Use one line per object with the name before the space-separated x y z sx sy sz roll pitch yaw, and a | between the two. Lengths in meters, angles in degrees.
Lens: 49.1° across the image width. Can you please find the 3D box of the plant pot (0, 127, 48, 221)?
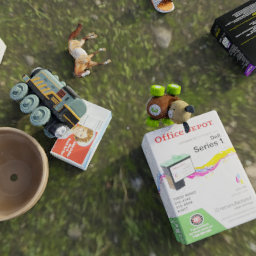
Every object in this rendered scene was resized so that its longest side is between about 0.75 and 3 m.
plant pot | -3.128 1.212 7.258 2.294 1.059 2.294 0 73 0

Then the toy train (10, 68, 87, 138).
toy train | -2.196 -0.755 7.673 1.360 1.017 2.386 -43 58 -8

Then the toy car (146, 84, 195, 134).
toy car | 1.111 -0.383 6.776 0.978 1.018 1.240 -8 29 -28

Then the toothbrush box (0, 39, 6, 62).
toothbrush box | -5.523 -2.078 8.186 2.980 1.283 2.170 11 72 5

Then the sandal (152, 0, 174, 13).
sandal | 1.007 -4.564 9.406 0.600 0.449 1.567 -25 74 -8

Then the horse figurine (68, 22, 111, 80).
horse figurine | -1.373 -2.395 8.719 1.198 0.451 1.807 -27 74 -8

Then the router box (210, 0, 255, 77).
router box | 4.297 -3.114 8.818 2.679 0.684 1.998 -30 75 -9

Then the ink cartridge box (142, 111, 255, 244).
ink cartridge box | 1.757 1.207 7.192 2.011 1.166 2.778 -18 73 -6

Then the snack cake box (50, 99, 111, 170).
snack cake box | -1.271 0.173 7.833 1.004 0.586 1.745 24 74 5
